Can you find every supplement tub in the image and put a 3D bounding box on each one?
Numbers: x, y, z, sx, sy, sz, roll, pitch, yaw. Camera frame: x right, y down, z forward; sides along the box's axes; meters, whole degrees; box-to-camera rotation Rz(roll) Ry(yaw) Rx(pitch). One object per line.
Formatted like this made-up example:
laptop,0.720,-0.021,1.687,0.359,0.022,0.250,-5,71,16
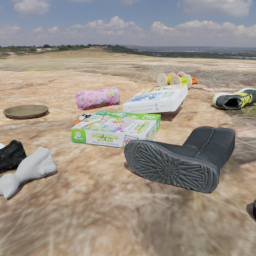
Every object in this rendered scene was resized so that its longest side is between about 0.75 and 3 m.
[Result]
supplement tub,-1.585,-0.221,10.068,0.501,0.501,0.818,5,18,15

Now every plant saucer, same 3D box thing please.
plant saucer,-4.314,-0.678,11.896,1.849,0.272,1.849,1,18,0

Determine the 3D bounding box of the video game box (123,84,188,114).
video game box,1.201,-1.207,11.684,2.133,0.548,2.341,-2,22,25

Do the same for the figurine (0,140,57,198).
figurine,-2.673,0.966,6.349,1.541,0.663,1.503,10,28,28

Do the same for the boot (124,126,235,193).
boot,1.473,0.459,7.191,2.250,0.896,2.729,20,28,22

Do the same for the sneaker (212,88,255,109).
sneaker,5.160,-1.224,12.925,2.342,0.872,0.991,-11,25,-4

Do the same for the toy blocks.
toy blocks,3.612,-3.136,18.452,2.666,0.968,2.222,-13,21,-35

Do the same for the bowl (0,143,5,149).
bowl,-3.640,0.749,7.101,1.017,0.457,1.017,1,18,0

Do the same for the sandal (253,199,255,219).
sandal,3.651,1.315,4.959,2.804,0.671,1.054,-3,18,-10

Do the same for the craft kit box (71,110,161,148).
craft kit box,-0.288,-0.008,9.401,2.381,0.585,2.411,8,19,15

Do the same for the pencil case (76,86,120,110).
pencil case,-1.369,-1.434,13.201,2.139,0.935,0.935,-14,23,-35

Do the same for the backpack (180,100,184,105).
backpack,2.401,-1.492,13.714,0.678,0.894,1.071,27,22,14
